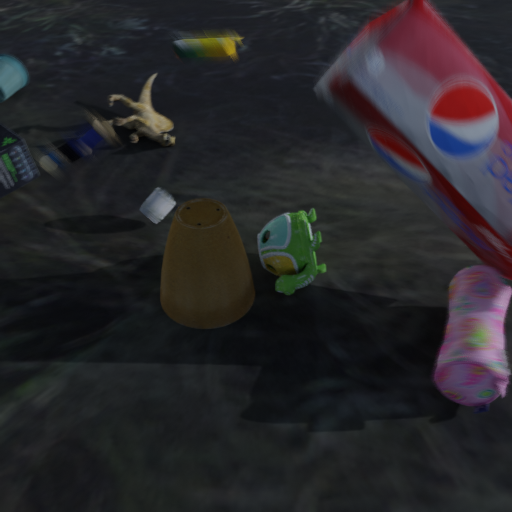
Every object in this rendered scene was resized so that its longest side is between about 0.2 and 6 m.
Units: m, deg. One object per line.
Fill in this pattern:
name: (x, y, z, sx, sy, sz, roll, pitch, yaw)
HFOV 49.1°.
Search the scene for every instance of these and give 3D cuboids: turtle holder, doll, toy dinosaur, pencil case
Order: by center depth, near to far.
pencil case: (3.062, 1.078, 7.808, 0.930, 0.930, 2.128, 13, 41, 15)
turtle holder: (0.585, -0.019, 9.201, 1.008, 1.079, 1.420, -10, 77, 9)
doll: (-3.037, -1.790, 9.398, 1.379, 0.334, 0.941, -26, 3, 16)
toy dinosaur: (-2.766, -3.333, 13.390, 1.506, 0.867, 2.977, -1, 45, -25)

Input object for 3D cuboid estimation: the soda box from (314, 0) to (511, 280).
soda box: (2.814, -1.345, 7.564, 1.324, 4.175, 1.462, -50, 15, -1)

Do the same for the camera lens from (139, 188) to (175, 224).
camera lens: (-1.812, -0.934, 10.349, 0.569, 0.455, 0.455, -48, 52, -1)

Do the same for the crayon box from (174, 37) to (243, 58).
crayon box: (-0.907, -4.080, 10.955, 1.221, 0.310, 0.775, 1, 25, 9)

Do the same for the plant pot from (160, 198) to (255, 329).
plant pot: (-0.786, -0.006, 8.578, 1.528, 1.640, 1.528, 0, 39, 0)

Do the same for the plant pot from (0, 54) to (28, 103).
plant pot: (-6.640, -4.550, 14.570, 1.000, 1.000, 0.979, 9, 48, 10)

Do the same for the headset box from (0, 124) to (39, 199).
headset box: (-5.600, -1.830, 11.095, 2.011, 0.933, 1.751, -38, 53, -26)
